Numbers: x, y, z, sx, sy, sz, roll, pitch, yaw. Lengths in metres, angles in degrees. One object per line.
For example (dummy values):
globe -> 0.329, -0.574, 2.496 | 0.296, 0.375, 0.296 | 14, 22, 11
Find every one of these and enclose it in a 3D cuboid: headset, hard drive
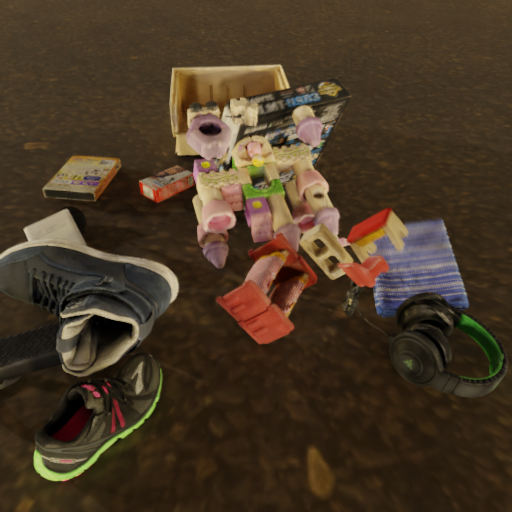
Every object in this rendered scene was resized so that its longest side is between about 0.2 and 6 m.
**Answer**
headset -> 2.638, 1.130, 8.749 | 2.664, 1.251, 1.645 | 20, 39, 8
hard drive -> -3.869, -0.247, 10.905 | 0.932, 0.179, 1.413 | -28, 54, -14

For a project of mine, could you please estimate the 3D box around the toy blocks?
toy blocks -> 0.203, -1.055, 10.454 | 2.715, 2.905, 2.446 | -10, 56, -12

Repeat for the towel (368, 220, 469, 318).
towel -> 2.893, 0.175, 10.348 | 1.571, 0.259, 2.169 | -6, 47, 7

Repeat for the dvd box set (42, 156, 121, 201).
dvd box set -> -4.247, -1.937, 13.794 | 1.297, 0.261, 1.773 | 5, 37, 6

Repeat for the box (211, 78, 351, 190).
box -> 0.375, -2.379, 12.249 | 2.838, 2.816, 0.705 | -22, 67, -27

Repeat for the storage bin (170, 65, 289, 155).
storage bin -> -0.724, -4.092, 15.700 | 3.201, 1.500, 3.178 | -3, 36, -4

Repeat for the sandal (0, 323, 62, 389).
sandal -> -4.030, 1.735, 8.509 | 2.812, 0.602, 1.069 | -9, 30, -31

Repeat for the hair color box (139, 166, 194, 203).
hair color box -> -2.133, -1.738, 13.433 | 0.639, 0.368, 1.152 | 28, 43, 34

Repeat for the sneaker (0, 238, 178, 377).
sneaker -> -3.143, 0.745, 8.998 | 3.282, 1.248, 2.372 | 5, 25, 6

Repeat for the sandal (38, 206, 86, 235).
sandal -> -4.227, -0.440, 11.517 | 0.865, 0.519, 2.304 | 8, 37, 11

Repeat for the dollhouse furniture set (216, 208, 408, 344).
dollhouse furniture set -> 0.864, 0.161, 8.936 | 2.768, 1.126, 1.490 | -32, 17, 37

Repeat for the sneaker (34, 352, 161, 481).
sneaker -> -2.096, 2.065, 7.729 | 0.854, 0.932, 2.224 | 19, 40, 24
